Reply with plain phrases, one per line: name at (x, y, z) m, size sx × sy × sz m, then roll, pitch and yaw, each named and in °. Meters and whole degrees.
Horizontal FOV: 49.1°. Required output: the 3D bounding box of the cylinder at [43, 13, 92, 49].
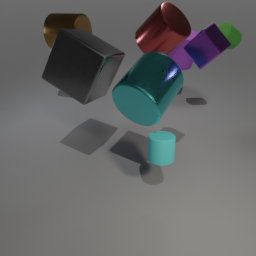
cylinder at (-2.335, -3.752, 11.003) m, size 1.400 × 1.400 × 1.400 m, roll 9°, pitch 33°, yaw 19°

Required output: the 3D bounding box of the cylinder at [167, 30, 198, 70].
cylinder at (2.308, -3.463, 12.202) m, size 1.400 × 1.400 × 1.400 m, roll 9°, pitch 39°, yaw -7°

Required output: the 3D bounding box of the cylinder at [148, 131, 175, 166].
cylinder at (0.871, 0.521, 7.341) m, size 0.700 × 0.700 × 0.700 m, roll 0°, pitch 21°, yaw 0°

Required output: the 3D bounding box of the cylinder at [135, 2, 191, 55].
cylinder at (1.190, -3.279, 9.622) m, size 1.400 × 1.400 × 1.400 m, roll 19°, pitch 55°, yaw -30°

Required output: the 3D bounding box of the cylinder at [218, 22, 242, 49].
cylinder at (3.513, -3.242, 9.873) m, size 0.700 × 0.700 × 0.700 m, roll 20°, pitch 18°, yaw -35°

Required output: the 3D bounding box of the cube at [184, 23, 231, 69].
cube at (1.965, -2.023, 6.946) m, size 0.700 × 0.700 × 0.700 m, roll 52°, pitch 51°, yaw 0°

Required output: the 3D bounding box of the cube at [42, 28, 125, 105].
cube at (-1.163, -1.675, 7.505) m, size 1.400 × 1.400 × 1.400 m, roll 32°, pitch 25°, yaw 8°

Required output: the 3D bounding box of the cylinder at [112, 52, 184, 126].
cylinder at (0.526, -1.011, 7.286) m, size 1.400 × 1.400 × 1.400 m, roll 19°, pitch 56°, yaw 28°
